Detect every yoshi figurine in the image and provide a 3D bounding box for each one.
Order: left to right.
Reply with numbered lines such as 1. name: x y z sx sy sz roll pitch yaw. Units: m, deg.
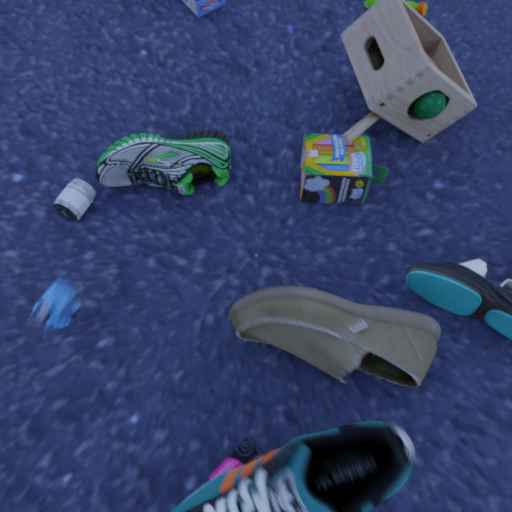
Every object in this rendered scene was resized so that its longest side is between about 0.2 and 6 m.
1. yoshi figurine: 2.830 -5.145 11.671 1.298 0.727 0.730 25 72 16

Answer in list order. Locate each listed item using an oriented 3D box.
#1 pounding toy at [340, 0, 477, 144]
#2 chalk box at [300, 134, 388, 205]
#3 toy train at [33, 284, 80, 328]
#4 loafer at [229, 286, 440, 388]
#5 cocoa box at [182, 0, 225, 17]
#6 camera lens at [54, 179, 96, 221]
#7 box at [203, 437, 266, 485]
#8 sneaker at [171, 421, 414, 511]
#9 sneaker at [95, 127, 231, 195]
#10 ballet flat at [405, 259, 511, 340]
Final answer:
1. pounding toy: 2.467 -2.997 9.839 2.128 1.643 2.312 15 53 -42
2. chalk box: 1.511 -1.482 9.652 1.441 0.900 0.893 2 63 0
3. toy train: -2.830 0.732 8.120 0.416 0.960 0.548 41 80 7
4. loafer: 1.124 1.211 8.088 3.122 1.187 1.053 7 61 2
5. cocoa box: -1.261 -5.847 11.990 0.752 0.740 1.128 -31 67 -15
6. camera lens: -3.110 -0.952 9.595 0.495 0.495 0.619 23 64 11
7. box: -0.259 3.242 7.233 0.947 0.822 1.434 40 72 19
8. sneaker: 0.188 2.710 6.197 3.352 1.339 1.196 -27 64 -5
9. sneaker: -1.579 -1.542 9.660 2.380 0.929 1.014 -10 63 -6
10. ballet flat: 3.534 0.633 8.616 2.509 0.853 0.858 29 58 8
